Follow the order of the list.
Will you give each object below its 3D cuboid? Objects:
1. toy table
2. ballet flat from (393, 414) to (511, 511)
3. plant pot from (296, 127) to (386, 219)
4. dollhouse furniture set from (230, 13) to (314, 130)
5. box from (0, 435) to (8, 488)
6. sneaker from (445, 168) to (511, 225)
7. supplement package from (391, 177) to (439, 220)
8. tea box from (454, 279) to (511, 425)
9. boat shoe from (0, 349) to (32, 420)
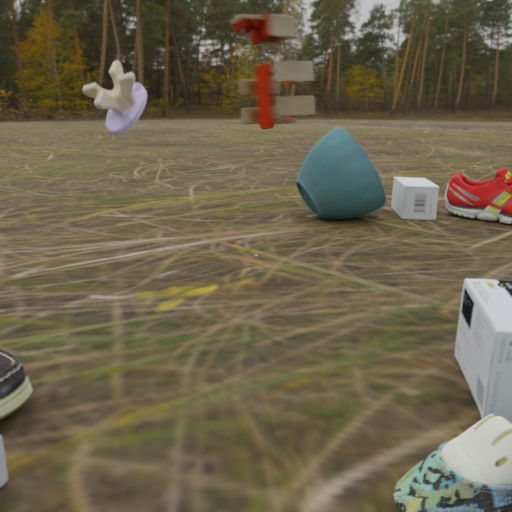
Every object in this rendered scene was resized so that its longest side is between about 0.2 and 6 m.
[{"bbox_3d":[-1.633,-1.877,6.607,0.727,0.463,0.791,-16,51,19],"label":"toy table"},{"bbox_3d":[1.604,1.184,3.356,1.656,0.615,0.615,-5,17,-15],"label":"ballet flat"},{"bbox_3d":[1.435,-1.360,10.466,1.163,1.727,1.727,-32,21,-3],"label":"plant pot"},{"bbox_3d":[0.129,-2.920,9.014,0.897,1.722,1.741,-7,11,-19],"label":"dollhouse furniture set"},{"bbox_3d":[-2.910,1.341,3.049,2.354,0.428,1.699,4,17,18],"label":"box"},{"bbox_3d":[4.653,-1.111,10.315,2.320,0.985,0.894,10,19,31],"label":"sneaker"},{"bbox_3d":[3.097,-1.142,10.999,0.664,0.662,1.132,1,17,2],"label":"supplement package"},{"bbox_3d":[2.295,0.744,4.411,1.161,0.789,1.181,3,17,9],"label":"tea box"},{"bbox_3d":[-2.951,0.737,4.352,2.579,0.836,0.944,5,17,16],"label":"boat shoe"}]
